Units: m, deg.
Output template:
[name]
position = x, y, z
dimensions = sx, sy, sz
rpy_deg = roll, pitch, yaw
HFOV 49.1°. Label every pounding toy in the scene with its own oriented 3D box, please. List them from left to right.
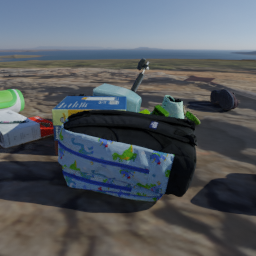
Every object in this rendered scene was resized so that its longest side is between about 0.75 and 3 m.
[pounding toy]
position = 2.287, -0.347, 10.640
dimensions = 0.880, 0.408, 0.679
rpy_deg = 45, 0, 17

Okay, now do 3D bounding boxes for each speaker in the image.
[speaker]
position = -5.683, -0.943, 11.486
dimensions = 1.137, 1.137, 2.572
rpy_deg = 16, 24, 42

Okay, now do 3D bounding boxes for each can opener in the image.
[can opener]
position = 0.503, -2.352, 12.618
dimensions = 0.516, 1.553, 0.409
rpy_deg = 24, -2, 3

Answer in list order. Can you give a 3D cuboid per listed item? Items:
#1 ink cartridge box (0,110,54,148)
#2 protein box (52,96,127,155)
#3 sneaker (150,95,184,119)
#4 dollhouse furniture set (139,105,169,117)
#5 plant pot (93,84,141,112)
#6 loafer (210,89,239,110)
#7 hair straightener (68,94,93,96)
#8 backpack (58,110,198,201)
[ink cartridge box]
position = -3.691, -0.170, 9.821
dimensions = 2.294, 0.576, 2.644
rpy_deg = -18, 25, -39
[protein box]
position = -1.036, -0.149, 8.481
dimensions = 1.981, 1.337, 1.967
rpy_deg = 0, 17, 0
[sneaker]
position = 1.266, -0.732, 10.709
dimensions = 1.944, 1.147, 0.715
rpy_deg = 11, 22, 34
[dollhouse furniture set]
position = 1.081, 0.236, 8.863
dimensions = 1.167, 0.894, 1.781
rpy_deg = -24, 58, -41
[plant pot]
position = -0.349, -0.692, 10.136
dimensions = 1.543, 1.515, 1.511
rpy_deg = 8, 18, 10
[loafer]
position = 4.771, -1.424, 13.476
dimensions = 0.798, 0.911, 2.534
rpy_deg = 2, 14, -6
[hair straightener]
position = -2.225, -1.332, 13.936
dimensions = 1.059, 0.563, 2.753
rpy_deg = -10, 15, -30
[backpack]
position = -0.140, 0.464, 5.962
dimensions = 2.741, 2.108, 2.236
rpy_deg = 20, 25, 0
